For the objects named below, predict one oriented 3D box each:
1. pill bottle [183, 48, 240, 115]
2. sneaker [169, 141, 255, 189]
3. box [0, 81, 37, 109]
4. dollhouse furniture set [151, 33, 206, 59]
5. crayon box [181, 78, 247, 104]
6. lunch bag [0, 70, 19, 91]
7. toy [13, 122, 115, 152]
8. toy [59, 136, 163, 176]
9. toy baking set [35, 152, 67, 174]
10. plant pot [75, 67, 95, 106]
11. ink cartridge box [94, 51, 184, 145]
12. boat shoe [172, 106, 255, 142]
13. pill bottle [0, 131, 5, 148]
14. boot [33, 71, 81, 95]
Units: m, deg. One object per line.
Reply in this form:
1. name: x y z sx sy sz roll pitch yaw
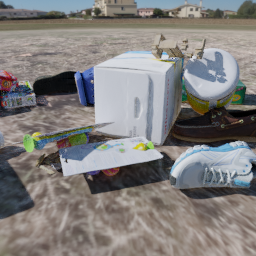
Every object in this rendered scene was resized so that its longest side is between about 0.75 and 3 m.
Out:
1. pill bottle: 2.571 -1.257 8.776 1.498 1.498 2.742 7 -9 16
2. sneaker: 1.998 0.892 5.875 2.360 0.885 1.022 -11 31 -23
3. box: -4.622 -1.417 11.574 1.319 0.416 2.397 -10 26 -22
4. dollhouse furniture set: 1.314 -2.286 7.577 1.394 0.617 0.722 11 -6 33
5. crayon box: 3.267 -1.614 11.557 2.658 0.774 1.578 3 24 6
6. lunch bag: -5.112 -1.922 11.200 1.463 0.681 1.661 8 15 -37
7. toy: -1.540 0.316 7.215 1.355 0.555 2.353 -15 -6 39
8. toy: -0.422 0.753 6.547 2.186 0.516 1.259 -11 24 -15
9. toy baking set: -1.899 0.827 6.879 0.702 0.106 0.915 4 24 8
10. plant pot: -1.400 -1.643 11.053 1.221 1.358 1.358 -12 26 -9
11. ink cartridge box: 0.468 -1.129 8.811 2.081 2.118 2.877 8 25 18
12. boat shoe: 2.715 -0.179 8.099 2.827 0.994 0.995 -2 26 -1
13. pill bottle: -3.796 0.424 7.159 0.623 0.623 1.076 21 31 39
14. boot: -3.153 -2.232 12.924 2.431 0.941 1.681 -7 20 -18
